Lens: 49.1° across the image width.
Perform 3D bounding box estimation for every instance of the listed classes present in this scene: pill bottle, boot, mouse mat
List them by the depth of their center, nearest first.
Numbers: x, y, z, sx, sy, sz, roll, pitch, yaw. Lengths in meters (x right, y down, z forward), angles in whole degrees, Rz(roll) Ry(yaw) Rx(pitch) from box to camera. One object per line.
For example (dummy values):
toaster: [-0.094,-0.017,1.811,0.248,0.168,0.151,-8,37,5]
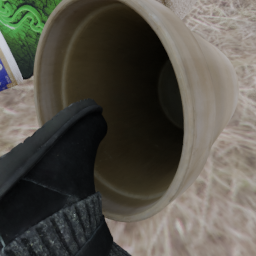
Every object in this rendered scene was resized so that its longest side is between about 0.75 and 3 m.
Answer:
boot: [-0.398,0.723,2.603,1.573,0.792,2.104,46,33,-5]
pill bottle: [-2.502,-0.824,4.217,1.535,0.919,0.919,-26,54,-16]
mouse mat: [-1.997,-2.217,4.942,1.954,2.428,0.091,-50,50,-6]

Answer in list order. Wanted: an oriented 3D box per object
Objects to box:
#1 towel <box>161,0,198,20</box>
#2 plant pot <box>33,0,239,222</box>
towel: [1.280,-2.951,5.286,0.443,2.570,1.703,45,104,7]
plant pot: [0.289,-0.321,3.333,1.925,2.218,2.218,-16,46,-44]
